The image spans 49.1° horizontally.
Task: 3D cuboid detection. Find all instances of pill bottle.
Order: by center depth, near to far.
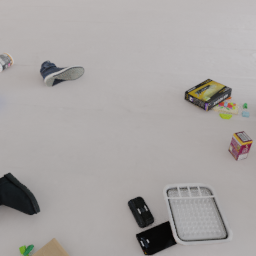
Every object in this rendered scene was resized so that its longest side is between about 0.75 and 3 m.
[{"bbox_3d":[-5.844,-2.952,12.809,0.637,0.637,1.095,18,44,19],"label":"pill bottle"}]

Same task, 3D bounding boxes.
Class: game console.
[{"bbox_3d":[0.523,2.335,6.987,0.909,0.186,1.541,-15,44,-18],"label":"game console"}]

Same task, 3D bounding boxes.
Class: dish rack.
[{"bbox_3d":[1.654,2.155,6.984,1.447,0.367,1.687,0,40,-9],"label":"dish rack"}]

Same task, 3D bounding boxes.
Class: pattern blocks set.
[{"bbox_3d":[3.726,-0.844,10.720,1.711,0.139,1.504,4,41,5],"label":"pattern blocks set"}]

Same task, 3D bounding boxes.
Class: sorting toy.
[{"bbox_3d":[-1.891,2.935,6.276,1.233,0.182,0.912,35,56,30],"label":"sorting toy"}]

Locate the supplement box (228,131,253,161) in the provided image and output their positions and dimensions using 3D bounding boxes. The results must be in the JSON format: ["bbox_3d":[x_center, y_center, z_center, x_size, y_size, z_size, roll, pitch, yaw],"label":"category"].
[{"bbox_3d":[3.453,0.553,8.615,0.389,0.755,0.494,-11,42,-12],"label":"supplement box"}]

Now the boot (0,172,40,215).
[{"bbox_3d":[-3.261,1.960,6.998,1.801,0.688,1.513,26,43,36],"label":"boot"}]

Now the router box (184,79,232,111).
[{"bbox_3d":[3.117,-1.324,10.916,1.459,0.381,1.147,-30,46,-27],"label":"router box"}]

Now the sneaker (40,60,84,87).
[{"bbox_3d":[-2.955,-2.571,12.310,1.815,0.690,1.311,-21,48,-21],"label":"sneaker"}]
